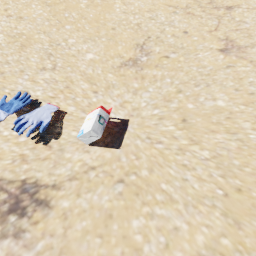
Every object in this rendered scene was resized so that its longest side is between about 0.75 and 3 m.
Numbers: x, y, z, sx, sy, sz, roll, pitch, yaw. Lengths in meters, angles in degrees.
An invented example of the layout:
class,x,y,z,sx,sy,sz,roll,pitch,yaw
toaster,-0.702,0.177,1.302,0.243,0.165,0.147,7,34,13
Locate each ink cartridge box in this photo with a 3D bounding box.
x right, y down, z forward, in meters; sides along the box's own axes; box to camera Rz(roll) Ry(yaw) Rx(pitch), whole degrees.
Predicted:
class,x,y,z,sx,sy,sz,roll,pitch,yaw
ink cartridge box,-0.821,-0.154,7.093,0.354,0.612,1.054,39,47,-24

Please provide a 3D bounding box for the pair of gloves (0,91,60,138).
class,x,y,z,sx,sy,sz,roll,pitch,yaw
pair of gloves,-2.755,-0.411,7.395,1.723,0.196,1.385,21,43,14
